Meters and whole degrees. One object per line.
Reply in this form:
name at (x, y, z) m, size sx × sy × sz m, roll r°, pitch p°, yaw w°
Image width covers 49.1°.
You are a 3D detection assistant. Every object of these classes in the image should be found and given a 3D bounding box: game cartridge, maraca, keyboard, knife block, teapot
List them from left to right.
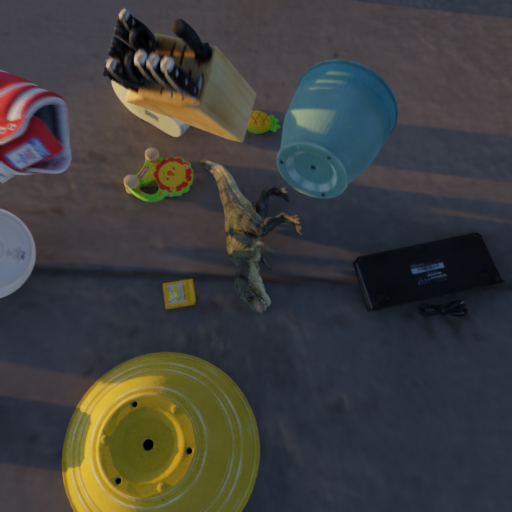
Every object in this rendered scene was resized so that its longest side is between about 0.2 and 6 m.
teapot at (-4.704, -0.004, 9.619) m, size 1.722 × 1.258 × 1.700 m, roll -41°, pitch 100°, yaw -35°
game cartridge at (-1.360, 0.674, 9.920) m, size 0.543 × 0.088 × 0.479 m, roll -10°, pitch 68°, yaw -3°
knife block at (-0.830, -2.500, 8.134) m, size 2.860 × 2.511 × 0.915 m, roll 15°, pitch 94°, yaw -31°
maraca at (0.094, -2.646, 11.104) m, size 0.773 × 0.414 × 0.530 m, roll 0°, pitch 62°, yaw -16°
keyboard at (3.081, 0.476, 9.899) m, size 2.463 × 0.316 × 1.479 m, roll -12°, pitch 62°, yaw -4°

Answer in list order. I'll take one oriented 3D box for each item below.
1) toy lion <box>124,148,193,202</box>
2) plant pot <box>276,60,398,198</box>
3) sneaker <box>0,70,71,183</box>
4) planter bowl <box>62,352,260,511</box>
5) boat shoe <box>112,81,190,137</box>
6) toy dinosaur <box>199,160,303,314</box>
toy lion at (-1.792, -1.470, 10.682) m, size 1.065 × 0.382 × 1.111 m, roll 32°, pitch 71°, yaw 4°
plant pot at (1.003, -1.597, 7.602) m, size 1.497 × 1.497 × 1.407 m, roll 22°, pitch 60°, yaw 9°
sneaker at (-3.465, -1.021, 7.034) m, size 1.623 × 1.028 × 2.886 m, roll 20°, pitch 77°, yaw 21°
planter bowl at (-1.513, 2.861, 8.384) m, size 3.151 × 1.312 × 3.151 m, roll 0°, pitch 67°, yaw 0°
boat shoe at (-2.029, -3.083, 11.206) m, size 1.863 × 0.650 × 0.663 m, roll 36°, pitch 60°, yaw 11°
toy dinosaur at (-0.004, -0.667, 10.146) m, size 1.445 × 0.778 × 3.279 m, roll -17°, pitch 66°, yaw 0°
